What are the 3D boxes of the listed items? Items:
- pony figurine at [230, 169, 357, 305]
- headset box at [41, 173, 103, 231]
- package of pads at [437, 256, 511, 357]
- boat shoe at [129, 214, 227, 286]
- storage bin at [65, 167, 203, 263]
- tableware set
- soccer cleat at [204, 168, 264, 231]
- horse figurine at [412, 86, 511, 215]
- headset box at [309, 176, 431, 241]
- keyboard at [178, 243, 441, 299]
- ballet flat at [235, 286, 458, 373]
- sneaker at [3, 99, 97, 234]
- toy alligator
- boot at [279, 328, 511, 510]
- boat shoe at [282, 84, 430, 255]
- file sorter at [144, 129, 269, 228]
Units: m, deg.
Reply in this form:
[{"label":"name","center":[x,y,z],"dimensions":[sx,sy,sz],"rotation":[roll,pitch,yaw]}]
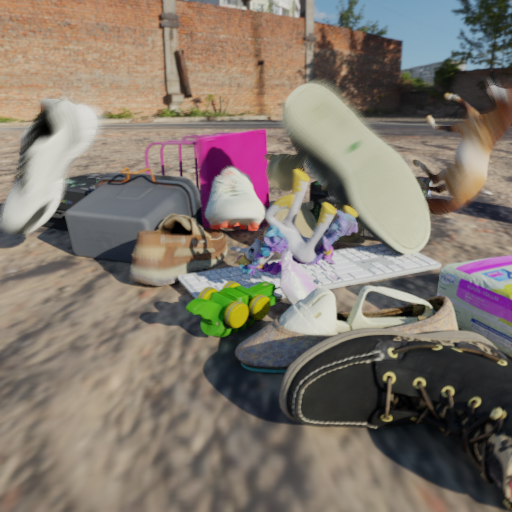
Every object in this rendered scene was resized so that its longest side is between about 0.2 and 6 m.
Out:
[{"label":"pony figurine","center":[0.607,-0.095,7.558],"dimensions":[1.576,1.632,1.359],"rotation":[36,30,-2]},{"label":"headset box","center":[-3.740,-1.213,12.683],"dimensions":[1.800,0.959,2.068],"rotation":[10,20,28]},{"label":"package of pads","center":[3.862,0.589,6.915],"dimensions":[2.524,0.861,1.950],"rotation":[-7,18,-22]},{"label":"boat shoe","center":[-1.197,-0.239,9.479],"dimensions":[0.967,0.917,2.553],"rotation":[6,15,19]},{"label":"storage bin","center":[-2.325,-0.708,10.339],"dimensions":[2.233,1.625,1.500],"rotation":[6,28,20]},{"label":"tableware set","center":[1.170,-1.127,10.693],"dimensions":[1.935,2.316,0.269],"rotation":[-1,-13,-11]},{"label":"soccer cleat","center":[-0.467,-1.121,10.780],"dimensions":[1.052,1.177,3.035],"rotation":[2,6,-7]},{"label":"horse figurine","center":[3.605,-1.791,9.968],"dimensions":[0.647,2.593,1.719],"rotation":[3,22,-33]},{"label":"headset box","center":[2.421,-1.127,12.159],"dimensions":[2.385,1.106,2.077],"rotation":[8,19,24]},{"label":"keyboard","center":[0.984,0.258,9.112],"dimensions":[4.367,0.233,1.229],"rotation":[-9,19,-26]},{"label":"ballet flat","center":[1.027,0.763,6.349],"dimensions":[2.563,0.862,0.872],"rotation":[-3,16,-8]},{"label":"sneaker","center":[-3.747,-1.562,9.532],"dimensions":[0.935,2.536,1.014],"rotation":[30,6,20]},{"label":"toy alligator","center":[-0.112,0.670,7.235],"dimensions":[0.616,0.564,2.079],"rotation":[24,22,36]},{"label":"boot","center":[1.548,1.306,4.667],"dimensions":[2.354,0.861,1.772],"rotation":[0,15,-20]},{"label":"boat shoe","center":[1.757,-1.456,9.957],"dimensions":[1.245,3.467,1.172],"rotation":[-39,-3,-14]},{"label":"file sorter","center":[-1.127,-1.932,13.459],"dimensions":[1.771,1.962,2.823],"rotation":[6,18,28]}]
